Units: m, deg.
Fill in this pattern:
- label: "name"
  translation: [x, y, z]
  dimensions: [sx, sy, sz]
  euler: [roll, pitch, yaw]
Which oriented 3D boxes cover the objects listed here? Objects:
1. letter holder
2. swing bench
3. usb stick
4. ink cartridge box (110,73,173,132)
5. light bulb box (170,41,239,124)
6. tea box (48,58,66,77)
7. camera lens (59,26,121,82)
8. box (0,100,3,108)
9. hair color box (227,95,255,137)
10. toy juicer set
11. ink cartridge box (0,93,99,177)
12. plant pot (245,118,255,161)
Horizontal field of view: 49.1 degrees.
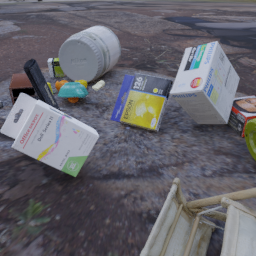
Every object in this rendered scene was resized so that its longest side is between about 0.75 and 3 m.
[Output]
- label: "letter holder"
  translation: [-4.161, -1.627, 11.593]
  dimensions: [1.168, 0.826, 1.643]
  euler: [-8, 32, -13]
- label: "swing bench"
  translation: [1.562, 2.049, 4.733]
  dimensions: [2.183, 1.416, 2.171]
  euler: [-5, 25, 32]
- label: "usb stick"
  translation: [-2.395, -1.002, 8.007]
  dimensions: [0.329, 2.020, 0.560]
  euler: [-10, 41, 7]
- label: "ink cartridge box"
  translation: [0.416, -0.968, 9.766]
  dimensions: [1.870, 1.848, 0.439]
  euler: [14, -9, 20]
- label: "light bulb box"
  translation: [2.577, -1.400, 9.210]
  dimensions: [1.203, 1.928, 1.911]
  euler: [0, 61, 45]
- label: "tea box"
  translation: [-3.514, -3.014, 13.957]
  dimensions: [0.806, 0.820, 0.548]
  euler: [-3, 31, -5]
- label: "camera lens"
  translation: [-1.746, -3.582, 13.522]
  dimensions: [2.232, 2.232, 2.791]
  euler: [10, 32, 17]
- label: "box"
  translation: [-5.596, -1.013, 11.100]
  dimensions: [0.929, 0.283, 1.153]
  euler: [-18, 34, -32]
- label: "hair color box"
  translation: [4.793, -0.531, 9.748]
  dimensions: [2.672, 0.818, 1.356]
  euler: [-9, 32, -14]
- label: "toy juicer set"
  translation: [-2.056, -1.506, 11.553]
  dimensions: [2.978, 0.810, 1.895]
  euler: [5, 17, 24]
- label: "ink cartridge box"
  translation: [-1.976, 0.165, 6.987]
  dimensions: [2.151, 1.260, 0.724]
  euler: [28, 5, -17]
- label: "plant pot"
  translation: [4.442, 0.176, 7.721]
  dimensions: [1.971, 2.047, 2.047]
  euler: [-15, 32, -2]
